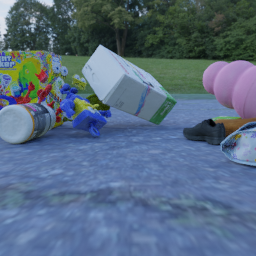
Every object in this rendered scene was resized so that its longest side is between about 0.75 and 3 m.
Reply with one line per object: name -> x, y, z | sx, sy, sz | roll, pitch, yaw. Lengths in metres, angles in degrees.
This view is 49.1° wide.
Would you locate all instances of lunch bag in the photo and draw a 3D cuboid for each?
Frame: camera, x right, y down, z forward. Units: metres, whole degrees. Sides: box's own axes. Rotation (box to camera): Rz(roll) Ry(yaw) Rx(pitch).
lunch bag -> 1.799, 0.197, 3.745 | 0.764, 0.573, 0.901 | -5, 3, -41

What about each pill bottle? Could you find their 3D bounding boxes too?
pill bottle -> -1.925, -0.133, 5.475 | 0.706, 0.706, 1.213 | 1, 9, 9

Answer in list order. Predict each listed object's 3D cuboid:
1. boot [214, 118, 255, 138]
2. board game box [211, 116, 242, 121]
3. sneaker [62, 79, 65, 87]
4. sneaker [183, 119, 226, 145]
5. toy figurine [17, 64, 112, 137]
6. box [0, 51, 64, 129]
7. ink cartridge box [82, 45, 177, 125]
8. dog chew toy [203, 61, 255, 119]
boot -> 3.066, 0.016, 5.427 | 2.132, 0.775, 2.264 | -17, 10, -38
board game box -> 2.721, -0.205, 7.840 | 0.620, 0.195, 1.298 | 6, 7, 34
sneaker -> -2.842, -1.083, 9.550 | 0.823, 0.615, 1.834 | -33, 1, -41
sneaker -> 1.437, 0.035, 5.257 | 0.372, 0.444, 0.979 | -9, 11, -36
toy figurine -> -1.004, -0.196, 6.133 | 1.423, 1.252, 2.374 | 51, 14, 29
box -> -2.743, -0.938, 7.051 | 1.911, 1.841, 1.166 | 0, 8, 5
ink cartridge box -> 0.049, -1.057, 7.171 | 2.050, 0.861, 1.484 | 19, 27, -44
dog chew toy -> 3.122, -1.122, 7.657 | 1.567, 1.567, 2.516 | -6, 29, -37
